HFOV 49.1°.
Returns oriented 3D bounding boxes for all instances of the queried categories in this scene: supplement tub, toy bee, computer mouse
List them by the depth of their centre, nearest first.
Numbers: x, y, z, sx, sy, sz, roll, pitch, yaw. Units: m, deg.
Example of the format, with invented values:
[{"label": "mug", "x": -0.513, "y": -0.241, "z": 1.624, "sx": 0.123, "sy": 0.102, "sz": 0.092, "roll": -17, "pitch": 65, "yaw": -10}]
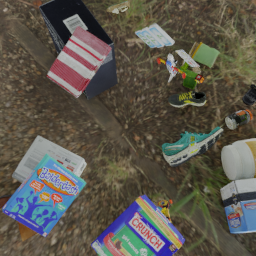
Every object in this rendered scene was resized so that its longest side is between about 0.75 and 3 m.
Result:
[{"label": "toy bee", "x": 1.228, "y": 2.797, "z": 9.633, "sx": 0.752, "sy": 0.906, "sz": 1.384, "roll": -24, "pitch": 73, "yaw": 3}, {"label": "supplement tub", "x": 4.564, "y": 1.101, "z": 10.035, "sx": 2.031, "sy": 1.467, "sz": 1.467, "roll": -9, "pitch": 68, "yaw": -3}, {"label": "supplement tub", "x": 4.406, "y": -0.356, "z": 11.119, "sx": 0.921, "sy": 0.565, "sz": 0.565, "roll": -22, "pitch": 70, "yaw": -8}, {"label": "computer mouse", "x": 5.165, "y": -1.265, "z": 11.660, "sx": 1.197, "sy": 0.316, "sz": 0.829, "roll": -37, "pitch": 70, "yaw": -26}]

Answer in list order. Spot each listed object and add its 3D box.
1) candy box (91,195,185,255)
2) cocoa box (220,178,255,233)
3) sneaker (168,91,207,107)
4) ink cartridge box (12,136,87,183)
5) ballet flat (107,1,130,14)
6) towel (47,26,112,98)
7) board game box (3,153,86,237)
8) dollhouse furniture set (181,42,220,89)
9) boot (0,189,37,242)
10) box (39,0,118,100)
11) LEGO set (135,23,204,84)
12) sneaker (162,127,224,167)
[{"label": "candy box", "x": 0.312, "y": 3.637, "z": 8.933, "sx": 2.289, "sy": 0.882, "sz": 1.936, "roll": -46, "pitch": 74, "yaw": 6}, {"label": "cocoa box", "x": 4.644, "y": 2.548, "z": 9.354, "sx": 2.431, "sy": 1.621, "sz": 1.595, "roll": -6, "pitch": 68, "yaw": -2}, {"label": "sneaker", "x": 2.439, "y": -1.264, "z": 11.432, "sx": 1.584, "sy": 0.670, "sz": 0.590, "roll": -3, "pitch": 67, "yaw": -1}, {"label": "ink cartridge box", "x": -2.832, "y": 1.526, "z": 10.204, "sx": 1.987, "sy": 0.833, "sz": 1.744, "roll": 26, "pitch": 70, "yaw": 10}, {"label": "ballet flat", "x": -0.433, "y": -5.725, "z": 13.412, "sx": 1.169, "sy": 0.412, "sz": 0.382, "roll": -23, "pitch": 84, "yaw": -5}, {"label": "towel", "x": -1.632, "y": -2.157, "z": 9.099, "sx": 1.421, "sy": 0.224, "sz": 1.973, "roll": 35, "pitch": 94, "yaw": 13}, {"label": "board game box", "x": -2.525, "y": 2.058, "z": 8.630, "sx": 1.555, "sy": 0.460, "sz": 2.045, "roll": 41, "pitch": 78, "yaw": -22}, {"label": "dollhouse furniture set", "x": 3.025, "y": -2.870, "z": 11.904, "sx": 1.179, "sy": 0.911, "sz": 2.359, "roll": 27, "pitch": 72, "yaw": 14}, {"label": "boot", "x": -3.906, "y": 3.121, "z": 9.836, "sx": 1.627, "sy": 0.592, "sz": 1.728, "roll": -22, "pitch": 77, "yaw": -17}, {"label": "box", "x": -1.847, "y": -3.172, "z": 11.102, "sx": 1.551, "sy": 2.712, "sz": 2.979, "roll": -30, "pitch": 71, "yaw": -11}, {"label": "LEGO set", "x": 1.490, "y": -2.524, "z": 10.339, "sx": 2.850, "sy": 2.129, "sz": 0.699, "roll": 37, "pitch": 89, "yaw": -21}, {"label": "sneaker", "x": 2.464, "y": 0.495, "z": 10.611, "sx": 2.510, "sy": 0.973, "sz": 1.000, "roll": -24, "pitch": 61, "yaw": -9}]
